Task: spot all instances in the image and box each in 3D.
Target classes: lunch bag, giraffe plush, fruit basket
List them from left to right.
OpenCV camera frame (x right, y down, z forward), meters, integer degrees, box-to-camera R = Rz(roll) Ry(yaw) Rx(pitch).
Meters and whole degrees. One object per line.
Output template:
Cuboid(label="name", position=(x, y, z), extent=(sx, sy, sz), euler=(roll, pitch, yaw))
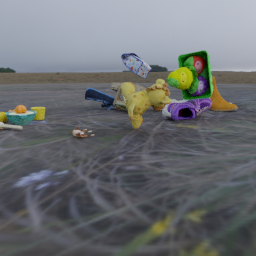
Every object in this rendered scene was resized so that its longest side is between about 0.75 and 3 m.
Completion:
Cuboid(label="lunch bag", position=(0.212, -1.821, 8.002), extent=(0.754, 0.467, 0.641), euler=(39, 11, 27))
Cuboid(label="giraffe plush", position=(0.645, -0.970, 9.305), extent=(1.484, 1.579, 1.830), euler=(-16, -11, 3))
Cuboid(label="fruit basket", position=(2.482, -2.015, 10.992), extent=(1.423, 1.973, 1.973), euler=(-2, 8, 37))

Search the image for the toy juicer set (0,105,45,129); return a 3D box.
Cuboid(label="toy juicer set", position=(-4.348, -0.501, 10.618), extent=(1.719, 0.735, 2.702), euler=(1, 12, 2))

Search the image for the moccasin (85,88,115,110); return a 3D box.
Cuboid(label="moccasin", position=(-1.271, -1.409, 14.899), extent=(2.151, 0.733, 0.865), euler=(22, -5, -7))

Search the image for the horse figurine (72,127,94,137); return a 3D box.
Cuboid(label="horse figurine", position=(-1.472, 0.150, 8.659), extent=(0.608, 0.229, 0.918), euler=(-8, 14, -35))

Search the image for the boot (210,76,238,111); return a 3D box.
Cuboid(label="boot", position=(4.488, -1.803, 14.555), extent=(2.414, 1.728, 0.849), euler=(8, 15, 35))

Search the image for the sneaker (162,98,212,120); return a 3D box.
Cuboid(label="sneaker", position=(2.681, -0.733, 11.962), extent=(2.576, 1.039, 1.075), euler=(-17, 34, -29))

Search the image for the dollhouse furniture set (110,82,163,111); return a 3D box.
Cuboid(label="dollhouse furniture set", position=(0.362, -1.316, 14.662), extent=(2.133, 1.341, 2.412), euler=(22, -3, -33))
